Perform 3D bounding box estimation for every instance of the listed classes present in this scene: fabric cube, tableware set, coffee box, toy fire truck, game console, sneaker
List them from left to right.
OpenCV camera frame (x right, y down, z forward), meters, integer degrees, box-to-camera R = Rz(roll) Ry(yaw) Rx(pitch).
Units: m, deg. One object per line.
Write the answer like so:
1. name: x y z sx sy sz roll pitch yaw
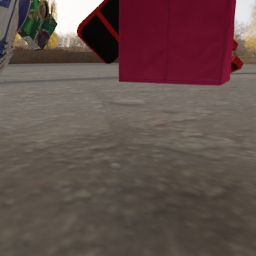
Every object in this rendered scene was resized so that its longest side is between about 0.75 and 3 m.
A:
1. sneaker: -3.585 -2.629 7.028 1.512 2.618 1.058 30 37 -15
2. coffee box: -3.486 -3.903 9.542 0.496 1.386 2.254 5 -28 33
3. tableware set: -2.520 -3.883 8.341 0.259 1.294 0.855 -12 42 -40
4. game console: -0.646 -3.489 10.150 0.337 1.920 2.171 48 6 35
5. fabric cube: 1.066 -1.964 5.714 2.031 2.024 1.992 6 15 24
6. toy fire truck: 2.976 -2.294 9.087 0.424 1.226 1.738 35 -19 -27
